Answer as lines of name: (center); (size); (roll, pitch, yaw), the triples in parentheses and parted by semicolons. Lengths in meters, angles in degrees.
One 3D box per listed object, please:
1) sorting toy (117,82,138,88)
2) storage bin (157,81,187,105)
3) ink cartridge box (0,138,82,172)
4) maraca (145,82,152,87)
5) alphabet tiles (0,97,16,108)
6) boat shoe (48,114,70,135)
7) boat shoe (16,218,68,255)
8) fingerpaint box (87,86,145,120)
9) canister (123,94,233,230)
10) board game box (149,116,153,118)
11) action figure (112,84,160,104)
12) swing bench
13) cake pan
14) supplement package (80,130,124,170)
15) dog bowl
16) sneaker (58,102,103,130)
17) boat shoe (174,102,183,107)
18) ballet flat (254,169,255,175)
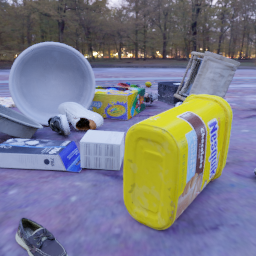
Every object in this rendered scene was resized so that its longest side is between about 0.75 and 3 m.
sorting toy: (0.052, -2.377, 17.847); (1.854, 0.761, 1.114); (6, 27, -25)
storage bin: (2.713, -1.923, 15.281); (1.493, 1.035, 2.208); (-7, 18, -23)
ink cartridge box: (-2.147, 0.643, 6.982); (2.284, 0.448, 1.136); (3, 15, 6)
maraca: (1.573, -3.395, 21.859); (0.562, 0.439, 0.820); (19, 3, -9)
alphabet tiles: (-6.589, -1.258, 14.387); (2.799, 0.204, 2.738); (-1, 16, -4)
boat shoe: (-2.317, -0.090, 9.327); (0.541, 0.656, 1.913); (-16, 11, -18)
boat shoe: (-1.224, 1.541, 3.839); (1.020, 0.331, 0.373); (11, 19, 35)
fingerpaint box: (-0.982, -1.245, 12.633); (2.996, 1.099, 2.499); (6, 16, 20)
canister: (0.978, 0.464, 5.071); (1.050, 1.802, 2.426); (14, 22, 32)
board game box: (1.788, -0.168, 9.885); (1.637, 0.464, 1.353); (-10, 17, -31)
action figure: (0.388, -1.655, 14.061); (2.415, 0.838, 1.571); (3, -23, 8)
swing bench: (3.478, -2.109, 12.733); (1.542, 2.364, 2.376); (18, 11, -11)
cake pan: (-4.005, -0.399, 8.480); (2.813, 0.516, 2.813); (25, -2, 1)
supplement package: (-0.602, 0.520, 6.813); (0.933, 0.686, 0.892); (4, 17, 5)
dog bowl: (-2.779, -1.645, 10.433); (2.984, 2.984, 1.175); (-4, 17, -15)
sneaker: (-1.841, -0.397, 9.789); (1.888, 0.687, 0.799); (18, 32, 25)
boat shoe: (2.349, -0.985, 12.897); (0.468, 0.494, 1.413); (2, 13, 29)
ballet flat: (4.113, 0.640, 5.950); (2.833, 1.019, 1.019); (0, 15, 1)
